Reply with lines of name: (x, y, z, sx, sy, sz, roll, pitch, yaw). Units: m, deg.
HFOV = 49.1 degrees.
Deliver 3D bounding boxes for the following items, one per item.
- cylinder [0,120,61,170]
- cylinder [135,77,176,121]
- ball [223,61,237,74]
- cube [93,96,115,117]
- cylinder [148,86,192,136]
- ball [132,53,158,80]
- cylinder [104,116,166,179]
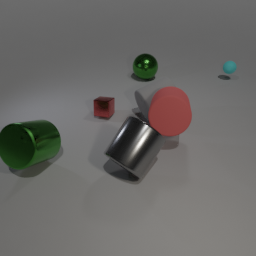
cylinder: (-3.084, 0.479, 8.867, 1.400, 1.400, 1.400, 11, 10, 17)
cylinder: (1.199, -1.198, 11.544, 1.400, 1.400, 1.400, -27, 38, -11)
ball: (5.500, -3.274, 15.151, 0.700, 0.700, 0.700, 0, 32, 0)
cube: (-1.011, -0.912, 11.940, 0.700, 0.700, 0.700, 7, 21, 16)
cylinder: (1.443, -0.602, 9.627, 1.400, 1.400, 1.400, 5, 21, 7)
ball: (0.943, -3.350, 15.285, 1.400, 1.400, 1.400, 0, 32, 0)
cylinder: (0.204, 0.586, 8.528, 1.400, 1.400, 1.400, 28, 80, 36)
